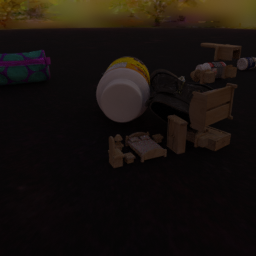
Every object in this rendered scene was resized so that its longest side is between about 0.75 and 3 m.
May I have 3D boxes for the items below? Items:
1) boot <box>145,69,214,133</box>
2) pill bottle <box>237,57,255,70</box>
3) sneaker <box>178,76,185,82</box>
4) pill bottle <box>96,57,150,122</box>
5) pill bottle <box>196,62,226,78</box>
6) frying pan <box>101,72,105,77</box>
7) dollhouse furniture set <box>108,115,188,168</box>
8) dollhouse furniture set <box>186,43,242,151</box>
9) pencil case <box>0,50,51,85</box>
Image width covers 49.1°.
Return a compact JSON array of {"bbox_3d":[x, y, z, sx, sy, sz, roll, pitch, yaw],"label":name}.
[{"bbox_3d":[1.508,-0.519,7.104,2.473,0.856,2.153,20,30,-11],"label":"boot"},{"bbox_3d":[6.038,-3.243,14.016,1.055,0.586,0.586,-14,27,-27],"label":"pill bottle"},{"bbox_3d":[1.749,-1.778,10.870,0.995,0.402,0.381,-11,27,-23],"label":"sneaker"},{"bbox_3d":[-0.085,-1.128,8.025,1.449,1.449,2.653,1,24,3],"label":"pill bottle"},{"bbox_3d":[3.589,-2.478,12.118,1.202,0.696,0.696,-8,25,-18],"label":"pill bottle"},{"bbox_3d":[-1.019,-2.330,12.473,0.691,0.186,1.142,13,23,29],"label":"frying pan"},{"bbox_3d":[0.312,0.193,5.898,1.633,0.723,0.846,-10,25,-22],"label":"dollhouse furniture set"},{"bbox_3d":[1.587,-0.635,5.983,1.125,2.170,0.961,-19,29,-35],"label":"dollhouse furniture set"},{"bbox_3d":[-4.644,-2.342,10.981,2.996,1.275,1.384,-11,-5,-24],"label":"pencil case"}]
